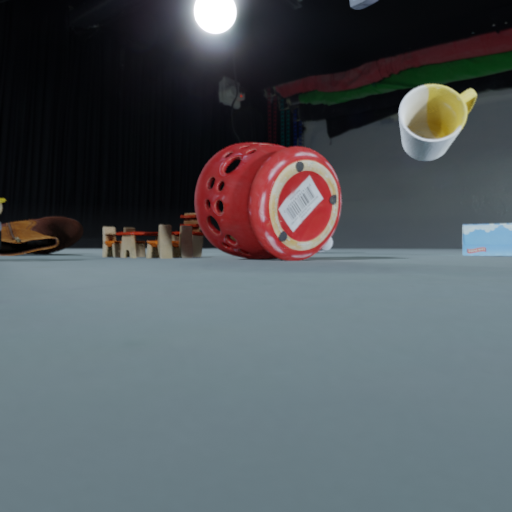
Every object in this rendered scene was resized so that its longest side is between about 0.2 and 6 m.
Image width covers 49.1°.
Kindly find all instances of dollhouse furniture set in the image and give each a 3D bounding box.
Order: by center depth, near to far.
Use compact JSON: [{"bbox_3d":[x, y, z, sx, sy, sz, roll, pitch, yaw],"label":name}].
[{"bbox_3d":[-1.226,-0.271,7.163,1.159,0.597,1.146,1,1,40],"label":"dollhouse furniture set"}]

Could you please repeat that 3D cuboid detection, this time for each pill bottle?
[{"bbox_3d":[1.341,-0.300,12.815,0.471,0.471,0.865,-1,1,-31],"label":"pill bottle"}]

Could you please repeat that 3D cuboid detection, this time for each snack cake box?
[{"bbox_3d":[3.912,-0.240,8.374,1.472,0.495,0.847,0,0,29],"label":"snack cake box"}]

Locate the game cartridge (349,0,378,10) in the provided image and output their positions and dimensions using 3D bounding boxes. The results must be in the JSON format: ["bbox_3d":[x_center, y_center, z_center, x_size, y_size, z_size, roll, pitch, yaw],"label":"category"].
[{"bbox_3d":[1.847,-4.314,8.543,0.227,0.749,1.123,8,-17,-32],"label":"game cartridge"}]

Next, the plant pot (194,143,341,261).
[{"bbox_3d":[0.167,-0.532,5.785,1.256,1.256,1.144,-1,10,-36],"label":"plant pot"}]

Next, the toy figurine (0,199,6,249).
[{"bbox_3d":[-2.947,-0.306,5.134,1.058,0.736,1.042,0,1,8],"label":"toy figurine"}]

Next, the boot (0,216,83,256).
[{"bbox_3d":[-3.695,-0.359,9.493,1.976,0.719,2.099,0,2,-32],"label":"boot"}]

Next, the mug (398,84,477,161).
[{"bbox_3d":[2.474,-1.749,7.696,1.072,0.859,0.880,-3,-18,8],"label":"mug"}]

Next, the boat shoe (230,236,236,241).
[{"bbox_3d":[-0.115,-0.404,15.024,0.613,0.681,1.888,9,0,-29],"label":"boat shoe"}]
